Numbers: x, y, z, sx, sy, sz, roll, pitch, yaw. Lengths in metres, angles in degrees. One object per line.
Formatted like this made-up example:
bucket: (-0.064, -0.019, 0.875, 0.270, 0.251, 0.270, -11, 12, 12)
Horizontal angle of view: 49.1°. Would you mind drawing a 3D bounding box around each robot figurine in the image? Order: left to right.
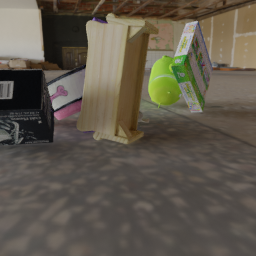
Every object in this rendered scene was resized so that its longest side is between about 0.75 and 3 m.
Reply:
robot figurine: (1.676, -2.029, 12.117, 1.466, 2.224, 2.535, 21, 49, -8)

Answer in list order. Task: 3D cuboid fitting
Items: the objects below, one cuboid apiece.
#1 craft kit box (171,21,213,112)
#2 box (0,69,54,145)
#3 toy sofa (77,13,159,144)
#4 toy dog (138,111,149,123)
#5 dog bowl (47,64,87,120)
craft kit box: (2.494, -2.240, 10.493, 0.586, 2.415, 2.385, -3, 51, 31)
box: (-2.635, -0.404, 6.305, 1.705, 1.057, 1.676, -3, -25, -8)
toy sofa: (-0.245, -1.183, 7.015, 1.443, 2.957, 1.225, 12, 13, 20)
toy dog: (-0.120, -0.648, 9.067, 1.654, 0.796, 1.091, 8, 5, 30)
dog bowl: (-1.244, -1.192, 8.576, 2.894, 1.067, 2.894, -24, 7, 3)
